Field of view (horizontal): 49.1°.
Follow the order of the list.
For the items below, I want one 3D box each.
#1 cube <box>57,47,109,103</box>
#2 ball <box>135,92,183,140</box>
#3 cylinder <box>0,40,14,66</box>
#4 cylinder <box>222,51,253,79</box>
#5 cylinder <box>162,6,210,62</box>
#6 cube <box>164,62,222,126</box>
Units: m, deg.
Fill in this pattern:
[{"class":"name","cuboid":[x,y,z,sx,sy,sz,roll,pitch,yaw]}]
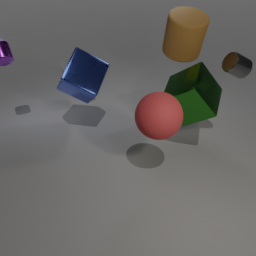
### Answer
[{"class":"cube","cuboid":[-1.765,-1.977,10.837,1.400,1.400,1.400,25,-16,-17]},{"class":"ball","cuboid":[0.891,-0.352,8.145,1.400,1.400,1.400,0,31,0]},{"class":"cylinder","cuboid":[-4.701,-2.776,10.423,0.700,0.700,0.700,-21,-7,-3]},{"class":"cylinder","cuboid":[3.608,-2.079,9.275,0.700,0.700,0.700,17,23,-26]},{"class":"cylinder","cuboid":[1.995,-3.290,9.868,1.400,1.400,1.400,2,50,-3]},{"class":"cube","cuboid":[2.220,-1.138,9.725,1.400,1.400,1.400,-19,35,43]}]
